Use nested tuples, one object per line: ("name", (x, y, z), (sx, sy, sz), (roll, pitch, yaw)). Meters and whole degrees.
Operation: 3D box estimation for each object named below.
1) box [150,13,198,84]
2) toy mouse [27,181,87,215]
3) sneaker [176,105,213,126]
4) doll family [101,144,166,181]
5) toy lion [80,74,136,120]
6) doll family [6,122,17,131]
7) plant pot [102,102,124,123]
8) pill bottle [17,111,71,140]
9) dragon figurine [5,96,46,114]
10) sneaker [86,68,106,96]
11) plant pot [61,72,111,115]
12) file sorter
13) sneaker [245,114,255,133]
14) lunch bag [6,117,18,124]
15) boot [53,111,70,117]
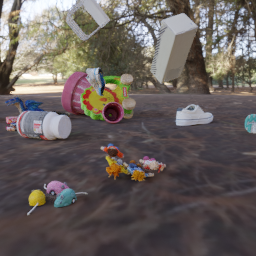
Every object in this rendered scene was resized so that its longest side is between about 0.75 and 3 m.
("box", (1.922, -3.366, 12.251), (1.209, 1.006, 2.943), (-25, -26, -21))
("toy mouse", (-1.105, 1.025, 4.486), (0.919, 0.200, 1.034), (-3, 9, -16))
("sneaker", (3.144, -0.638, 12.889), (2.465, 0.873, 0.900), (-9, 12, -44))
("doll family", (0.041, 0.769, 5.462), (1.317, 0.593, 0.817), (17, 1, -3))
("toy lion", (-1.078, -1.644, 14.781), (2.794, 1.001, 2.915), (3, 53, -10))
("doll family", (-4.339, -0.141, 11.138), (0.608, 0.441, 0.979), (8, 12, 40))
("plant pot", (-0.749, -0.674, 13.227), (0.990, 0.990, 0.886), (-2, -6, -12))
("pill bottle", (-2.755, -0.082, 9.232), (1.591, 0.922, 0.922), (4, 10, 22))
("dragon figurine", (-4.617, -0.976, 13.765), (2.566, 1.276, 0.755), (-6, 11, -36))
("sneaker", (-1.583, -2.272, 13.535), (0.791, 0.684, 1.825), (11, -31, 12))
("plant pot", (-2.204, -1.799, 16.201), (2.246, 2.509, 2.509), (19, 15, 18))
("file sorter", (-1.208, -3.122, 8.048), (0.837, 0.933, 1.344), (-42, 18, -2))
("sneaker", (5.433, -0.138, 9.963), (1.050, 0.893, 2.302), (-1, 10, -33))
("lunch bag", (-5.255, -0.370, 12.995), (0.680, 0.316, 0.772), (-5, 10, -30))
("boot", (-3.477, -0.696, 14.510), (0.853, 0.330, 0.590), (-2, -17, 40))
